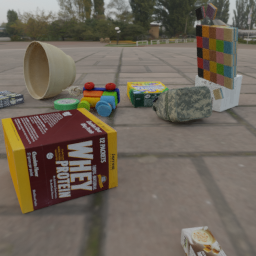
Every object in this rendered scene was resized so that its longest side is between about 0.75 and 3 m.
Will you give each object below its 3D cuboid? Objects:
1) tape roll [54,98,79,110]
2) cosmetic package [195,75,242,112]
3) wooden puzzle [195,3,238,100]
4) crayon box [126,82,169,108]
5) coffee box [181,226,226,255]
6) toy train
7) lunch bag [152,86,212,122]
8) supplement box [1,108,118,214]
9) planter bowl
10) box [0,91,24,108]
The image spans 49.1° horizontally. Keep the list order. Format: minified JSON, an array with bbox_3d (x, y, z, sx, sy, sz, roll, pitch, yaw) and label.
[{"bbox_3d":[-2.813,-1.097,12.909,1.146,0.275,1.146,-1,21,0],"label":"tape roll"},{"bbox_3d":[4.097,-1.702,12.846,1.449,1.441,1.732,19,26,42],"label":"cosmetic package"},{"bbox_3d":[2.713,-2.280,8.682,0.208,2.959,1.755,-18,28,-15],"label":"wooden puzzle"},{"bbox_3d":[0.959,-1.785,14.083,1.822,0.747,2.898,-3,20,-7],"label":"crayon box"},{"bbox_3d":[1.211,1.990,4.459,0.478,0.333,0.836,-3,21,-9],"label":"coffee box"},{"bbox_3d":[-1.822,-1.183,12.181,2.739,1.160,1.585,4,34,10],"label":"toy train"},{"bbox_3d":[2.117,-0.939,11.133,1.897,1.322,1.591,-10,3,-27],"label":"lunch bag"},{"bbox_3d":[-1.660,0.581,6.690,2.155,1.431,2.125,-11,23,-27],"label":"supplement box"},{"bbox_3d":[-3.920,-2.946,14.540,1.913,2.843,2.843,-9,21,-43],"label":"planter bowl"},{"bbox_3d":[-6.172,-1.333,13.285,1.501,0.457,1.862,12,23,33],"label":"box"}]
